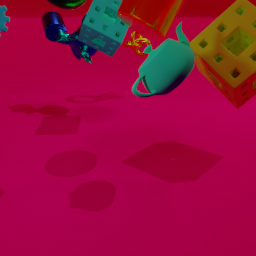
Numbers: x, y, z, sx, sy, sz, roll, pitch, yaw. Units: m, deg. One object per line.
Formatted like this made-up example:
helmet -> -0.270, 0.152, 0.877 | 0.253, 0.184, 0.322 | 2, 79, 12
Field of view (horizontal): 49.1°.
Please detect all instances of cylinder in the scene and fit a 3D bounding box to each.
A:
cylinder -> -2.414, -3.313, 9.158 | 0.705, 0.705, 0.705 | -9, 57, -20
cylinder -> 0.482, -2.429, 5.416 | 1.067, 1.067, 1.067 | 28, 8, -4

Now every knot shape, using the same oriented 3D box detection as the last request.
knot shape -> 0.416, -3.182, 10.710 | 1.027, 0.507, 1.097 | 36, 58, 10

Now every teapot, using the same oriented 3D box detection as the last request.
teapot -> 0.607, -1.091, 4.636 | 1.565, 0.766, 0.973 | -52, 13, -16

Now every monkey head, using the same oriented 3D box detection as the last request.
monkey head -> -1.545, -2.859, 8.966 | 1.278, 1.776, 1.070 | 11, -14, -42

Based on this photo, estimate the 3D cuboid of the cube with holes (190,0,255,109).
cube with holes -> 2.357, -1.502, 5.922 | 1.364, 1.364, 1.364 | 54, 11, 24

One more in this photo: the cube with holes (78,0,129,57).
cube with holes -> -0.603, -2.826, 7.691 | 1.085, 1.085, 1.085 | 24, -11, -13

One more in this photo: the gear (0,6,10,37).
gear -> -3.978, -3.109, 7.848 | 1.192, 1.192, 0.220 | -14, 19, -28

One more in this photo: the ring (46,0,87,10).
ring -> -0.953, -2.244, 3.963 | 0.217, 1.085, 1.085 | 0, 18, 42
